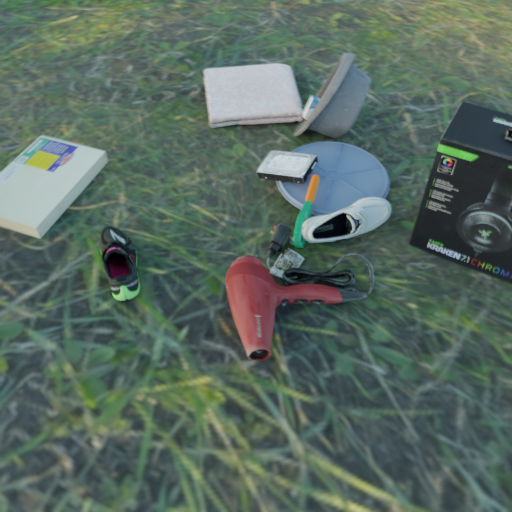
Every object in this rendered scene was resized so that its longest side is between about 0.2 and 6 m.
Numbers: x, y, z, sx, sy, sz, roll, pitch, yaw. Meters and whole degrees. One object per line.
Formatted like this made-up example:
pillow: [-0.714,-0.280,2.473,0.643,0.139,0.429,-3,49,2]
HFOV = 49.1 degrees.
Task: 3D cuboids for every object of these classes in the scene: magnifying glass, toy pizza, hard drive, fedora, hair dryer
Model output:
magnifying glass: [1.072,-0.955,11.778,0.194,0.689,1.731,8,62,15]
toy pizza: [1.730,-1.699,12.807,2.568,0.407,2.568,1,49,-1]
hard drive: [0.691,-2.007,12.569,1.179,0.223,0.824,12,52,30]
fedora: [2.000,-3.720,13.724,1.081,2.393,2.116,30,39,-7]
hair dryer: [0.623,0.615,10.384,2.437,0.869,3.199,24,53,23]

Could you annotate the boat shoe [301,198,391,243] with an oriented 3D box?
boat shoe: [1.931,-0.713,11.549,1.997,0.718,0.656,-12,13,-10]

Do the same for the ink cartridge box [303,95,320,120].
ink cartridge box: [1.607,-3.565,13.955,0.731,0.538,0.529,22,25,-9]

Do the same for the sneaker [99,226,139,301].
sneaker: [-2.689,0.009,11.018,0.711,0.776,1.852,-17,50,-15]

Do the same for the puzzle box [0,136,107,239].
puzzle box: [-4.912,-1.664,12.802,1.865,0.356,2.804,16,50,15]

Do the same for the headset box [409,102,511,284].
headset box: [4.623,-1.175,10.599,2.598,2.984,1.384,23,52,18]

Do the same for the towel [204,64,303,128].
towel: [-0.115,-4.376,15.202,2.501,0.422,2.619,-5,48,-3]
